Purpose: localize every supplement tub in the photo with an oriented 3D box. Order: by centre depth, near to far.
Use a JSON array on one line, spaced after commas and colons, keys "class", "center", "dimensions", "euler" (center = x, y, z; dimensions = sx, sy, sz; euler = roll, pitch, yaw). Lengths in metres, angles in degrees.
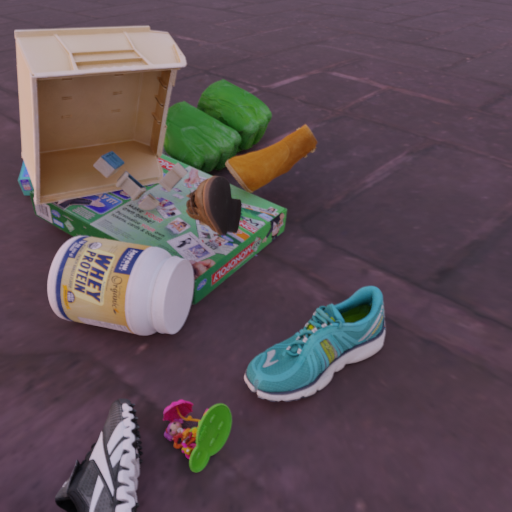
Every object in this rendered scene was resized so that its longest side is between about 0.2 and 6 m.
[{"class": "supplement tub", "center": [-2.048, 0.471, 8.661], "dimensions": [1.897, 1.370, 1.370], "euler": [9, 37, 14]}]

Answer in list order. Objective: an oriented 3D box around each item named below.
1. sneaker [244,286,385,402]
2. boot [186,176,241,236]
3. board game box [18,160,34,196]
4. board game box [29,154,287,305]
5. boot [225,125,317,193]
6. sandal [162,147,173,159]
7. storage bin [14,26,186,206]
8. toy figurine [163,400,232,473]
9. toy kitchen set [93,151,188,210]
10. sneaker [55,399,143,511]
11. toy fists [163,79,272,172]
[{"class": "sneaker", "center": [0.868, 1.170, 8.012], "dimensions": [2.522, 1.005, 0.977], "euler": [-26, 43, -30]}, {"class": "boot", "center": [-0.763, -0.733, 8.575], "dimensions": [0.828, 0.808, 2.195], "euler": [9, -4, 5]}, {"class": "board game box", "center": [-4.379, -2.379, 12.935], "dimensions": [1.726, 0.510, 2.269], "euler": [-4, 49, -4]}, {"class": "board game box", "center": [-1.883, -0.865, 10.897], "dimensions": [4.132, 0.602, 2.781], "euler": [27, 43, 25]}, {"class": "boot", "center": [0.378, -2.024, 11.096], "dimensions": [1.636, 0.804, 2.286], "euler": [-35, -2, 16]}, {"class": "sandal", "center": [-2.690, -2.251, 13.185], "dimensions": [1.947, 0.792, 0.478], "euler": [-28, 2, -31]}, {"class": "storage bin", "center": [-2.728, -2.481, 9.918], "dimensions": [2.678, 2.697, 1.264], "euler": [-15, 58, -29]}, {"class": "toy figurine", "center": [-0.870, 2.194, 7.118], "dimensions": [0.803, 0.655, 0.872], "euler": [9, 59, 36]}, {"class": "toy kitchen set", "center": [-2.066, -1.613, 10.243], "dimensions": [1.040, 1.298, 0.765], "euler": [-45, 13, 10]}, {"class": "sneaker", "center": [-1.790, 2.507, 6.411], "dimensions": [0.947, 0.696, 2.093], "euler": [-3, 38, -10]}, {"class": "toy fists", "center": [-0.906, -3.053, 13.553], "dimensions": [1.732, 1.168, 3.397], "euler": [32, 43, 13]}]
